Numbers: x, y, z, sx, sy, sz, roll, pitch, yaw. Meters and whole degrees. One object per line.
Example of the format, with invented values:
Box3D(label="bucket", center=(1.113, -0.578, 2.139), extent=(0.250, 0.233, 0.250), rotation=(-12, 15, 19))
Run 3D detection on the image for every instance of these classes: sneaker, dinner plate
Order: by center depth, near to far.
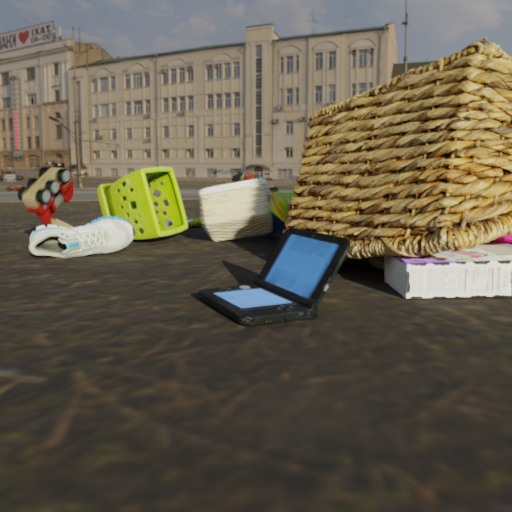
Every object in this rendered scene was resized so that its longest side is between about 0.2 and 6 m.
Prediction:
Box3D(label="dinner plate", center=(3.649, 0.003, 10.032), extent=(3.217, 0.390, 3.217), rotation=(0, 10, 0))
Box3D(label="sneaker", center=(-3.385, -0.259, 10.873), extent=(2.047, 0.767, 0.887), rotation=(-10, 16, -8))
Box3D(label="sneaker", center=(0.804, -0.882, 13.854), extent=(1.139, 1.025, 2.924), rotation=(3, 13, -30))

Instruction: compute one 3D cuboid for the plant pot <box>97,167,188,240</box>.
Box3D(label="plant pot", center=(-2.778, -1.167, 13.461), extent=(1.487, 1.631, 1.639), rotation=(-12, 5, 18))

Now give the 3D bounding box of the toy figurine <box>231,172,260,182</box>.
Box3D(label="toy figurine", center=(-0.219, -1.673, 13.308), extent=(0.639, 0.629, 0.445), rotation=(2, 17, 32))

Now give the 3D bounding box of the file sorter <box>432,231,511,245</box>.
Box3D(label="file sorter", center=(4.510, -1.157, 11.606), extent=(1.936, 1.748, 2.787), rotation=(6, 1, -35))

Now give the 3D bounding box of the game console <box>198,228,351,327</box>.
Box3D(label="game console", center=(0.159, 0.191, 6.830), extent=(1.385, 0.917, 1.575), rotation=(-4, 9, -25))

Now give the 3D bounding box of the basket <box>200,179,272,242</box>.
Box3D(label="basket", center=(-0.428, -1.025, 13.040), extent=(1.586, 0.978, 1.075), rotation=(-8, -26, 6))

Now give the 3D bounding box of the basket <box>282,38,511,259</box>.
Box3D(label="basket", center=(2.796, -0.950, 9.432), extent=(2.997, 3.129, 4.200), rotation=(22, -16, -30))

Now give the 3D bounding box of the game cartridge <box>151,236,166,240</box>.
Box3D(label="game cartridge", center=(-2.621, -0.495, 14.076), extent=(0.533, 0.098, 0.605), rotation=(3, 12, 17))

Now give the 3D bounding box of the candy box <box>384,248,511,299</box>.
Box3D(label="candy box", center=(2.634, 0.226, 7.855), extent=(1.417, 0.507, 1.188), rotation=(-2, 9, -1))

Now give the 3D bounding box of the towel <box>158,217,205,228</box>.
Box3D(label="towel", center=(-3.141, -1.015, 16.767), extent=(2.849, 0.324, 2.046), rotation=(-4, 9, -23))

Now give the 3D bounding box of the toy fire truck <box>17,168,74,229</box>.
Box3D(label="toy fire truck", center=(-4.264, -1.101, 12.026), extent=(0.838, 1.302, 1.146), rotation=(7, 44, 19))

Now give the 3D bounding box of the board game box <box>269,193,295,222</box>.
Box3D(label="board game box", center=(1.196, -1.064, 12.216), extent=(1.632, 0.389, 0.829), rotation=(-2, 26, -23))

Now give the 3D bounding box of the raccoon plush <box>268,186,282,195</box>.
Box3D(label="raccoon plush", center=(0.884, -1.626, 18.432), extent=(1.678, 1.211, 2.504), rotation=(5, 6, -24))
